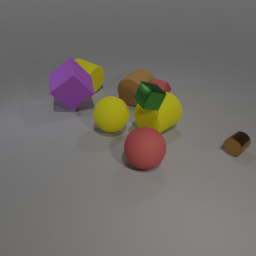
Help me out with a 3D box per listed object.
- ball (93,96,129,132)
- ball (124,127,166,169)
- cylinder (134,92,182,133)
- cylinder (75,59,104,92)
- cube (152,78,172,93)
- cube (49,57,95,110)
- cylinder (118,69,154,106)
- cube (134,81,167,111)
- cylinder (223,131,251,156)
[{"bbox_3d":[-0.655,-0.535,10.987,1.400,1.400,1.400,0,31,0],"label":"ball"},{"bbox_3d":[0.566,0.655,9.259,1.400,1.400,1.400,0,31,0],"label":"ball"},{"bbox_3d":[1.205,-0.572,11.221,1.400,1.400,1.400,-27,41,-35],"label":"cylinder"},{"bbox_3d":[-2.189,-2.722,14.510,1.400,1.400,1.400,25,39,24],"label":"cylinder"},{"bbox_3d":[1.395,-1.678,12.377,0.700,0.700,0.700,22,82,30],"label":"cube"},{"bbox_3d":[-2.528,-1.960,12.504,1.400,1.400,1.400,-33,45,17],"label":"cube"},{"bbox_3d":[0.428,-1.976,13.526,1.400,1.400,1.400,16,37,24],"label":"cylinder"},{"bbox_3d":[0.740,-1.077,9.491,0.700,0.700,0.700,4,33,-35],"label":"cube"},{"bbox_3d":[3.931,0.561,10.091,0.700,0.700,0.700,-26,40,-36],"label":"cylinder"}]
